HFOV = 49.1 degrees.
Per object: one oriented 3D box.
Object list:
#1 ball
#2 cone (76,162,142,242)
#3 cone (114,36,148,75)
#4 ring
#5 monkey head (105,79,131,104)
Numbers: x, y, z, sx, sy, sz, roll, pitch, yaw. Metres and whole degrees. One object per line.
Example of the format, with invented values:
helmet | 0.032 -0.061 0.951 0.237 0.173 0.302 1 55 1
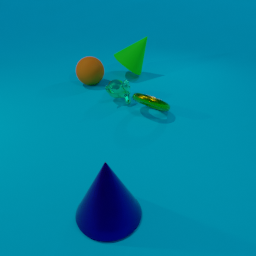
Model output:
ball | -1.466 -2.207 10.850 1.094 1.094 1.094 0 34 0
cone | -0.409 1.205 5.493 1.374 1.379 1.374 0 33 0
cone | 0.371 -3.106 11.261 1.375 1.380 1.375 32 22 -15
ring | 0.749 -0.828 8.997 1.277 0.255 1.277 20 2 -1
monkey head | -0.306 -1.231 9.738 0.787 0.940 1.306 -12 -1 15
